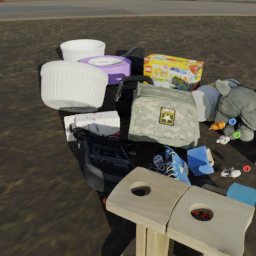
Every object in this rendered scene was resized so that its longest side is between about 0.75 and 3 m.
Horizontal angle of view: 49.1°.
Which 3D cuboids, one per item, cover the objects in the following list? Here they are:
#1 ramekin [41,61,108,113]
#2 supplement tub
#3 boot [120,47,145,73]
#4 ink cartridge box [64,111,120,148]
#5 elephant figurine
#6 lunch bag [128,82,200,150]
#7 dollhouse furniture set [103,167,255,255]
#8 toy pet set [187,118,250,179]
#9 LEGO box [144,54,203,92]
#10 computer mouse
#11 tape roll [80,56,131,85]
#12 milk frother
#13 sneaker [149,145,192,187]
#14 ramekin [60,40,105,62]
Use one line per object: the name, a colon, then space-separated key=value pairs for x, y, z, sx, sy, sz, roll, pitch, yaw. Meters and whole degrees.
ramekin: x=-1.769 y=-1.239 z=9.108 sx=2.173 sy=1.140 sz=2.173 roll=4 pitch=-10 yaw=1
supplement tub: x=2.949 y=-0.916 z=9.341 sx=1.662 sy=1.202 sz=1.202 roll=-17 pitch=34 yaw=-28
boot: x=1.004 y=-3.250 z=13.686 sx=2.519 sy=0.827 sz=2.077 roll=18 pitch=45 yaw=36
ink cartridge box: x=-1.007 y=0.066 z=7.967 sx=1.501 sy=0.874 sz=0.507 roll=-6 pitch=29 yaw=-9
elephant figurine: x=3.764 y=-0.732 z=8.466 sx=2.352 sy=1.825 sz=1.664 roll=-30 pitch=55 yaw=-27
lunch bag: x=0.984 y=-0.295 z=8.019 sx=1.839 sy=1.319 sz=2.243 roll=10 pitch=31 yaw=-2
dollhouse furniture set: x=1.058 y=1.401 z=4.722 sx=1.800 sy=1.810 sz=2.569 roll=16 pitch=33 yaw=26
toy pet set: x=2.075 y=0.594 z=6.651 sx=1.251 sy=1.340 sz=0.711 roll=-19 pitch=-2 yaw=28
LEGO box: x=1.660 y=-1.834 z=10.591 sx=2.053 sy=1.529 sz=0.792 roll=18 pitch=35 yaw=28
computer mouse: x=-0.508 y=0.822 z=6.586 sx=1.805 sy=0.687 sz=2.607 roll=14 pitch=16 yaw=-14
tape roll: x=-1.013 y=-2.662 z=12.679 sx=2.307 sy=0.757 sz=2.307 roll=0 pitch=28 yaw=0
milk frother: x=0.284 y=-0.994 z=9.166 sx=1.470 sy=1.411 sz=1.563 roll=0 pitch=20 yaw=2
sneaker: x=0.837 y=1.058 z=5.888 sx=0.857 sy=0.973 sz=2.182 roll=-36 pitch=20 yaw=12
ramekin: x=-2.259 y=-3.724 z=14.300 sx=2.224 sy=1.084 sz=2.224 roll=0 pitch=31 yaw=0
